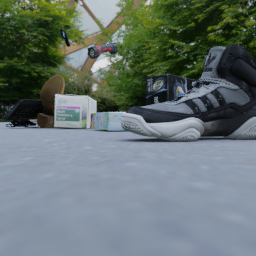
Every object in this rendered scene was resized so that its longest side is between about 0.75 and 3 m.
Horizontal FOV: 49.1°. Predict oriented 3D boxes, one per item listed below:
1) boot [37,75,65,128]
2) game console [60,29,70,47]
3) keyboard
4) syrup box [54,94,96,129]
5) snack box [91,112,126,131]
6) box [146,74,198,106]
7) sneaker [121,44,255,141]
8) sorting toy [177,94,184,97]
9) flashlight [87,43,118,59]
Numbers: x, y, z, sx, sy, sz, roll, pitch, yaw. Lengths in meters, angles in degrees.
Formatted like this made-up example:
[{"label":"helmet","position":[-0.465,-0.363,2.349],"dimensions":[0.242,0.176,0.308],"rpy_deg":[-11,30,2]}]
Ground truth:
[{"label":"boot","position":[-2.655,-1.026,10.727],"dimensions":[0.773,2.097,1.623],"rpy_deg":[29,16,11]},{"label":"game console","position":[-2.122,-3.051,9.381],"dimensions":[0.106,0.519,0.880],"rpy_deg":[-18,4,0]},{"label":"keyboard","position":[-3.504,-0.444,10.656],"dimensions":[1.427,0.543,2.741],"rpy_deg":[-40,-9,15]},{"label":"syrup box","position":[-1.819,-0.561,10.189],"dimensions":[1.077,1.114,2.735],"rpy_deg":[2,3,-1]},{"label":"snack box","position":[-0.221,-0.182,7.694],"dimensions":[1.262,0.507,1.497],"rpy_deg":[0,3,-25]},{"label":"box","position":[1.637,-0.876,9.954],"dimensions":[0.930,1.769,2.160],"rpy_deg":[0,1,41]},{"label":"sneaker","position":[1.027,-0.508,4.091],"dimensions":[2.349,1.337,0.886],"rpy_deg":[0,2,-16]},{"label":"sorting toy","position":[1.683,-0.243,7.110],"dimensions":[1.233,0.842,2.051],"rpy_deg":[23,-19,-20]},{"label":"flashlight","position":[-1.246,-3.980,14.493],"dimensions":[1.859,0.632,0.629],"rpy_deg":[-23,-25,-47]}]
